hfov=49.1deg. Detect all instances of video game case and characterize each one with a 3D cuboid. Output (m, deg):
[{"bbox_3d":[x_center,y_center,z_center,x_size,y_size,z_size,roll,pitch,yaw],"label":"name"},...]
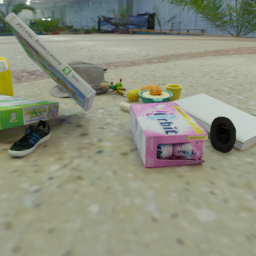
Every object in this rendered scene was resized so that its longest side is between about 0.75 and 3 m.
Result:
[{"bbox_3d":[-2.025,-1.593,7.904,0.322,2.656,2.918,-47,5,-9],"label":"video game case"}]

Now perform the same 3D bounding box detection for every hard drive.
[{"bbox_3d":[2.688,-0.297,8.211,1.662,0.331,2.520,-17,38,-36],"label":"hard drive"}]

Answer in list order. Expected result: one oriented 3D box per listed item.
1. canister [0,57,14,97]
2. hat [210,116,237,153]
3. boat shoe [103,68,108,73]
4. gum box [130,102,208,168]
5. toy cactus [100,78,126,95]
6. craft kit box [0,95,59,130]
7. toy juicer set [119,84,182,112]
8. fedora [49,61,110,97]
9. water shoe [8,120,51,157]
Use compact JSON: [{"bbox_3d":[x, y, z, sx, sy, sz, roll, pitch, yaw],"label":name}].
[{"bbox_3d":[-5.433,-1.522,9.798,2.453,1.822,1.062,-15,27,-38],"label":"canister"},{"bbox_3d":[2.440,0.153,6.961,0.369,0.915,0.915,-5,22,-31],"label":"hat"},{"bbox_3d":[-1.596,-3.318,16.029,1.124,0.350,0.419,-19,27,-41],"label":"boat shoe"},{"bbox_3d":[0.904,0.092,7.124,1.390,0.810,2.449,-3,23,-8],"label":"gum box"},{"bbox_3d":[-0.631,-1.772,11.794,1.054,0.653,1.278,7,21,-18],"label":"toy cactus"},{"bbox_3d":[-3.839,-0.567,8.456,2.498,0.614,2.530,6,11,20],"label":"craft kit box"},{"bbox_3d":[0.698,-1.210,10.302,1.897,0.811,2.981,11,25,25],"label":"toy juicer set"},{"bbox_3d":[-2.108,-2.235,12.243,2.712,1.224,2.398,-7,23,-17],"label":"fedora"},{"bbox_3d":[-2.529,0.214,7.141,0.524,0.578,1.466,7,23,16],"label":"water shoe"}]
